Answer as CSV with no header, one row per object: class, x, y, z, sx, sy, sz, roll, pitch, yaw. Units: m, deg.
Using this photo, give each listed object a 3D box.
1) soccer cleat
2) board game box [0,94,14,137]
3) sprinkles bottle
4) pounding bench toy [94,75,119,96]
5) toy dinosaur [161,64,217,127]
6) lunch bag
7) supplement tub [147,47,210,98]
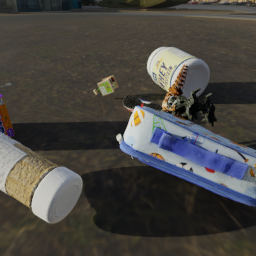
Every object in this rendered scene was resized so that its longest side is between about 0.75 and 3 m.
soccer cleat,0.657,-0.591,9.476,1.774,0.605,0.649,26,-2,26
board game box,-4.266,-0.341,8.040,1.294,1.295,1.294,-24,37,-32
sprinkles bottle,-2.291,0.745,5.487,2.855,0.974,0.974,24,35,20
pounding bench toy,-0.899,-1.643,11.069,0.840,0.522,0.655,-17,21,24
toy dinosaur,1.288,-0.488,7.073,1.094,2.141,1.453,-18,15,-37
lunch bag,1.208,0.453,5.503,2.877,1.087,2.305,21,6,4
supplement tub,1.942,-2.261,11.280,1.673,1.673,2.308,-13,34,-23
